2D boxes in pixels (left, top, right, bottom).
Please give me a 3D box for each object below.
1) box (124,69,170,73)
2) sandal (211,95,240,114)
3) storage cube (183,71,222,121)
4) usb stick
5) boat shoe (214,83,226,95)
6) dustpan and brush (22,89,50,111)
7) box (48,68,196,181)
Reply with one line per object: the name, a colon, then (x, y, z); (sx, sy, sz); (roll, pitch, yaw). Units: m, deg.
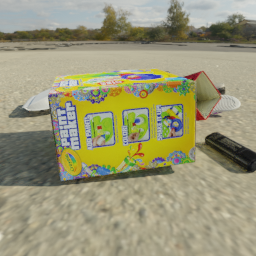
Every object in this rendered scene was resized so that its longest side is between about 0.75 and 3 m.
box: (0.627, -1.429, 10.578); (1.836, 1.471, 0.406); (8, 20, 19)
sandal: (3.053, -0.737, 9.965); (1.800, 0.442, 0.733); (-10, 56, -2)
storage cube: (1.981, -0.949, 8.732); (1.073, 1.255, 1.128); (-50, 19, -22)
usb stick: (2.467, 0.516, 6.640); (0.500, 0.294, 1.804); (-24, 24, -9)
boat shoe: (3.019, -1.322, 11.528); (1.975, 0.563, 0.660); (-14, 22, 13)
dustpan and brush: (-2.347, -1.200, 10.581); (2.819, 0.807, 1.968); (-23, 21, 1)
box: (-0.269, -0.325, 6.639); (2.786, 1.765, 2.893); (-7, 18, -10)
